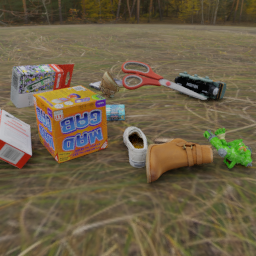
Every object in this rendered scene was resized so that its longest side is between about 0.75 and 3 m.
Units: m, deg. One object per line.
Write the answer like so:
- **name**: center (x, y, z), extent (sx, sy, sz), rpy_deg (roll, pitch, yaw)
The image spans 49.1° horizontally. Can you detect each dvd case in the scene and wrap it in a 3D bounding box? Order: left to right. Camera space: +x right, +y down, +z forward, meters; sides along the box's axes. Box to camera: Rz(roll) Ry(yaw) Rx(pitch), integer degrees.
- **dvd case**: center (-1.011, -2.389, 15.412), extent (1.840, 0.147, 1.368), rpy_deg (-22, 33, -37)

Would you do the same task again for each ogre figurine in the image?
- **ogre figurine**: center (3.101, 0.649, 8.362), extent (0.806, 1.642, 0.985), rpy_deg (-39, 29, 22)

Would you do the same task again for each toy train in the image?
- **toy train**: center (3.541, -2.086, 13.866), extent (1.485, 1.110, 2.605), rpy_deg (-3, 21, -37)

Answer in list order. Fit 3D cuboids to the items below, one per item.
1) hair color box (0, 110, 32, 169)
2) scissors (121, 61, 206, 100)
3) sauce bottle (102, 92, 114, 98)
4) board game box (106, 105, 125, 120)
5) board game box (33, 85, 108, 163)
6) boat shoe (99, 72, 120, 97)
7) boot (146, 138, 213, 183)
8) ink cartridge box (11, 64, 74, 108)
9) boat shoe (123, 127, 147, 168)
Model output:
- **hair color box**: center (-3.583, 0.302, 8.577), extent (1.059, 0.610, 1.909), rpy_deg (36, 12, -32)
- **scissors**: center (1.103, -1.493, 8.645), extent (2.725, 0.190, 0.997), rpy_deg (8, 70, 4)
- **sauce bottle**: center (-1.018, -1.727, 13.913), extent (0.267, 0.267, 0.826), rpy_deg (-20, 32, -35)
- **board game box**: center (-0.561, -0.652, 11.665), extent (0.844, 0.262, 1.118), rpy_deg (-1, 26, -2)
- **board game box**: center (-1.849, -0.214, 9.051), extent (1.726, 1.727, 1.728), rpy_deg (-16, 30, -30)
- **boat shoe**: center (-0.678, -1.408, 9.666), extent (0.581, 0.641, 1.799), rpy_deg (-34, -7, -2)
- **boot**: center (1.461, 0.855, 7.826), extent (1.751, 0.834, 2.263), rpy_deg (6, 25, 17)
- **ink cartridge box**: center (-3.106, -1.681, 10.770), extent (2.566, 1.398, 0.646), rpy_deg (-16, 48, -42)
- **boat shoe**: center (0.247, 0.362, 8.959), extent (0.761, 0.749, 2.145), rpy_deg (-1, 27, -2)
